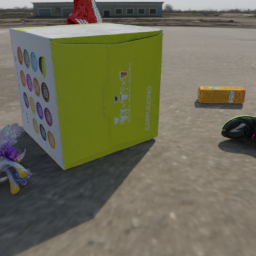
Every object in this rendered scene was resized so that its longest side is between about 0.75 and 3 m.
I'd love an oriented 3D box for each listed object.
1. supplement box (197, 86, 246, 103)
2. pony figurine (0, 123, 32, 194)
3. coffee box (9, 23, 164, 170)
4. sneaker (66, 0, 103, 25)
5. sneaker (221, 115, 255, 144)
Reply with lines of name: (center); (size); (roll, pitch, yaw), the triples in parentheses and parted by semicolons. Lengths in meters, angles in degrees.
supplement box: (3.531, -1.272, 10.681); (1.673, 0.576, 0.557); (0, 22, 5)
pony figurine: (-2.652, 0.723, 5.839); (1.374, 1.185, 1.423); (-29, 51, -32)
coffee box: (-1.095, -1.141, 7.462); (2.922, 2.918, 2.890); (-17, 29, -32)
sneaker: (-1.770, -4.361, 9.952); (1.169, 2.023, 0.793); (-30, 7, -30)
sneaker: (3.449, 0.132, 7.343); (1.918, 0.736, 0.803); (6, 21, 16)
